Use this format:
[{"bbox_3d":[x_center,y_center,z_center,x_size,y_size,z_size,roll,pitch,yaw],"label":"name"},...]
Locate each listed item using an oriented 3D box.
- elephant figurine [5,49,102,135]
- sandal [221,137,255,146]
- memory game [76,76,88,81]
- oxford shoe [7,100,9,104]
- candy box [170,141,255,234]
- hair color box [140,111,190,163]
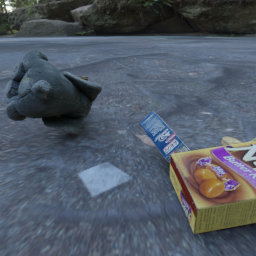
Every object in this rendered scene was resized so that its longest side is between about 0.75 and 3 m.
[{"bbox_3d":[-1.633,-0.783,7.526,2.742,1.940,2.128,22,42,-41],"label":"elephant figurine"},{"bbox_3d":[2.703,0.398,6.103,0.627,0.562,1.710,0,20,-23],"label":"sandal"},{"bbox_3d":[-2.726,-1.826,11.321,2.333,0.149,2.333,-9,4,1],"label":"memory game"},{"bbox_3d":[-3.581,-0.965,9.405,0.899,0.320,0.321,-29,46,-1],"label":"oxford shoe"},{"bbox_3d":[1.900,0.838,4.535,2.179,0.615,1.271,-7,33,-7],"label":"candy box"},{"bbox_3d":[0.842,0.300,5.856,0.465,0.768,1.536,-43,30,6],"label":"hair color box"}]
